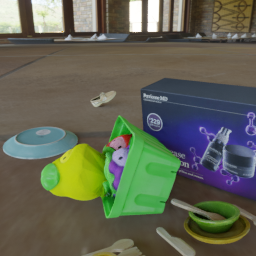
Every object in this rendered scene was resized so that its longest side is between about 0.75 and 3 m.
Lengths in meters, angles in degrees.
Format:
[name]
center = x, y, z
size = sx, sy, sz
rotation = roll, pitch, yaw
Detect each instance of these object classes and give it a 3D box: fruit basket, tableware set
[fruit basket]
center = -0.384, 0.595, 4.830
size = 2.125, 1.533, 2.125
rotation = 18, 8, -3
[tableware set]
center = 0.840, 1.434, 3.381
size = 2.960, 0.454, 1.994
rotation = -10, 8, -21

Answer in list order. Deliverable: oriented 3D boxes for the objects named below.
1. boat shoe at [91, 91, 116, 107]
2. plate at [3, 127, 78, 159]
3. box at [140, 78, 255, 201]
[boat shoe]
center = -0.929, -1.150, 10.514
size = 1.016, 0.330, 0.367
rotation = -25, 39, 15
[plate]
center = -2.310, 0.294, 7.462
size = 1.927, 0.246, 1.927
rotation = -1, 21, 0
[box]
center = 1.600, 0.094, 5.573
size = 2.603, 1.837, 1.026
rotation = 14, 28, 37
